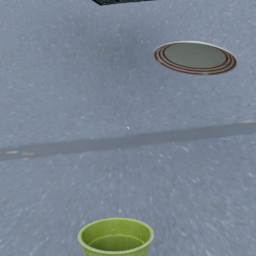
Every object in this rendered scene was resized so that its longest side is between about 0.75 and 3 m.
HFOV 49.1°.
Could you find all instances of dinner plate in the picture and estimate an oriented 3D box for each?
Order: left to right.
[{"bbox_3d":[1.303,-1.386,5.513,1.642,1.642,0.199,10,85,5],"label":"dinner plate"}]

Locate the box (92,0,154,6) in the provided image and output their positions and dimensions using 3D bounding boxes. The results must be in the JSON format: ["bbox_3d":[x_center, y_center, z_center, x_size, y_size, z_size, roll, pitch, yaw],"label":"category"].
[{"bbox_3d":[-0.308,-4.047,6.880,2.086,2.103,1.296,8,97,26],"label":"box"}]

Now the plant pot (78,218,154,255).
[{"bbox_3d":[-0.187,2.179,4.399,1.174,1.174,1.115,0,95,0],"label":"plant pot"}]
